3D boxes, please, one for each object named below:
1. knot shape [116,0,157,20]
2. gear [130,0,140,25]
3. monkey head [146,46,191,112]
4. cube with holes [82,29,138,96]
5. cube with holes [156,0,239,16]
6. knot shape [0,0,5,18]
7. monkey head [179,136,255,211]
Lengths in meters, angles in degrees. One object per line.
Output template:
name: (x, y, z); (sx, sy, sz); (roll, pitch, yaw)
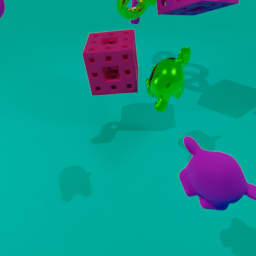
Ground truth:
knot shape: (0.569, -4.100, 7.853); (0.939, 2.032, 1.902); (33, 58, -19)
gear: (0.302, -4.306, 9.495); (0.270, 1.461, 1.461); (5, 41, -4)
monkey head: (0.940, -0.977, 6.026); (1.053, 1.464, 0.882); (26, -1, -25)
cube with holes: (-0.372, -1.648, 7.040); (1.156, 1.156, 1.156); (-3, 40, 6)
cube with holes: (1.563, -3.447, 6.459); (1.337, 1.337, 1.337); (-15, 15, -35)
knot shape: (-2.601, -2.477, 4.864); (0.499, 1.010, 1.079); (4, 68, 33)
monkey head: (1.217, 0.618, 3.849); (1.277, 0.770, 0.919); (37, 38, 10)
